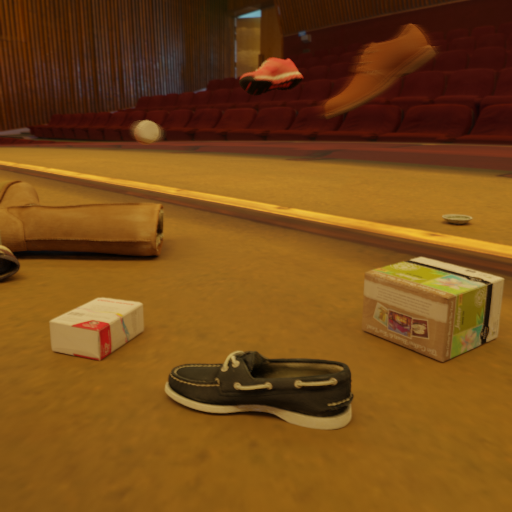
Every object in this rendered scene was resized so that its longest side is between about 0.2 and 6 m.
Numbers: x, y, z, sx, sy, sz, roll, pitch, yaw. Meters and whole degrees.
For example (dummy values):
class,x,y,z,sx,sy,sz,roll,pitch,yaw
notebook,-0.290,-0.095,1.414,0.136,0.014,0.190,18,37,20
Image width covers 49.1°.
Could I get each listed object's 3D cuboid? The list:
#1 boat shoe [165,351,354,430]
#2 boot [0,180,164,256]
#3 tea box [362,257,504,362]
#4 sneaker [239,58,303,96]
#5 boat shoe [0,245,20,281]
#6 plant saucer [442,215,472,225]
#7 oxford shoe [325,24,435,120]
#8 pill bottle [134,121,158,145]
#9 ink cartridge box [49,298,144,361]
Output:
class,x,y,z,sx,sy,sz,roll,pitch,yaw
boat shoe,0.003,1.217,5.577,1.924,0.581,0.728,3,15,12
boot,-3.824,-0.774,12.095,3.696,1.222,3.236,-2,28,-3
tea box,2.257,0.634,7.238,1.252,0.850,1.273,-13,20,-37
sneaker,0.259,-4.178,12.891,1.643,0.713,0.606,-15,-11,-30
boat shoe,-4.946,0.203,9.096,2.154,0.775,0.698,-7,10,-44
plant saucer,5.158,-0.918,14.399,0.730,0.183,0.730,0,15,0
oxford shoe,2.486,-3.974,12.160,2.829,1.008,1.009,-38,14,-8
pill bottle,-2.223,-2.509,11.382,0.434,0.434,0.760,-5,7,-17
ink cartridge box,-1.987,0.896,7.089,0.739,0.428,1.001,6,14,21
